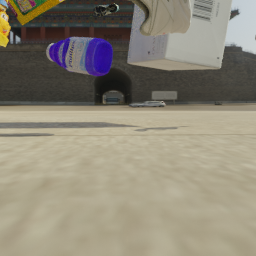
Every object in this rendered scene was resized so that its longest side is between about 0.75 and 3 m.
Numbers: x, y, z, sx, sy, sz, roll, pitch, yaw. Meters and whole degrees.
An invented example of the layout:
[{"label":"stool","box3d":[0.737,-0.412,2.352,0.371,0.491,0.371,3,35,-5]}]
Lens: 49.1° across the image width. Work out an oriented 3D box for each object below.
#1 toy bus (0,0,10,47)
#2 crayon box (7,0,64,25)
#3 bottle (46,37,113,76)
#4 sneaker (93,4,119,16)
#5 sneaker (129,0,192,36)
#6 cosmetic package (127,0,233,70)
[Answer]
[{"label":"toy bus","box3d":[-3.368,-2.970,6.456,1.736,1.666,1.178,31,-4,-6]},{"label":"crayon box","box3d":[-2.770,-3.934,7.581,1.475,1.710,0.498,-19,27,25]},{"label":"bottle","box3d":[-1.520,-2.155,8.261,2.430,1.015,0.793,19,13,40]},{"label":"sneaker","box3d":[-0.836,-4.588,10.907,1.019,0.396,0.440,-1,24,14]},{"label":"sneaker","box3d":[0.359,-2.725,4.823,1.171,2.356,0.918,-15,17,-2]},{"label":"cosmetic package","box3d":[1.380,-3.281,8.280,1.788,2.900,2.909,5,8,-19]}]
